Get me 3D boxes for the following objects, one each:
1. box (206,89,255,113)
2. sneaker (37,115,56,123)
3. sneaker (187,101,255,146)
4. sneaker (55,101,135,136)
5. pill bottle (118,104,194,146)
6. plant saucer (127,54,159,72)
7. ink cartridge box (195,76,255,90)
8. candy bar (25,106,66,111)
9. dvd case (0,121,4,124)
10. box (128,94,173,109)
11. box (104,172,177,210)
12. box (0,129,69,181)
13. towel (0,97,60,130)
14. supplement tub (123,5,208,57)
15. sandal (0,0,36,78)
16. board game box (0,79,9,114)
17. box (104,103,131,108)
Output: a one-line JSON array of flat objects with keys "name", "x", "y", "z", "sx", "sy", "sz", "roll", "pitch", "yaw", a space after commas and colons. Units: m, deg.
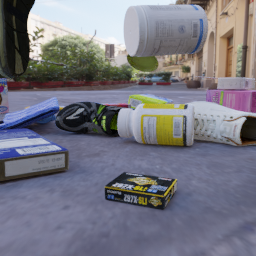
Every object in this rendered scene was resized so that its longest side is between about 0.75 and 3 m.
[{"name": "box", "x": 5.169, "y": -1.248, "z": 13.190, "sx": 1.972, "sy": 1.084, "sz": 2.242, "roll": -8, "pitch": 12, "yaw": -40}, {"name": "sneaker", "x": -3.113, "y": -0.405, "z": 10.141, "sx": 0.634, "sy": 0.533, "sz": 1.617, "roll": 18, "pitch": -6, "yaw": -37}, {"name": "sneaker", "x": 2.158, "y": -0.122, "z": 6.659, "sx": 2.644, "sy": 0.963, "sz": 1.119, "roll": 4, "pitch": 8, "yaw": 16}, {"name": "sneaker", "x": -0.724, "y": -0.265, "z": 7.698, "sx": 2.577, "sy": 0.914, "sz": 1.068, "roll": 3, "pitch": 3, "yaw": 0}, {"name": "pill bottle", "x": 0.665, "y": -0.096, "z": 6.565, "sx": 1.713, "sy": 0.953, "sz": 0.953, "roll": 3, "pitch": 10, "yaw": 15}, {"name": "plant saucer", "x": 0.637, "y": -2.872, "z": 11.785, "sx": 1.385, "sy": 0.215, "sz": 1.385, "roll": 15, "pitch": -23, "yaw": 7}, {"name": "ink cartridge box", "x": 4.872, "y": -2.230, "z": 13.933, "sx": 2.303, "sy": 0.584, "sz": 2.614, "roll": 7, "pitch": 11, "yaw": 33}, {"name": "candy bar", "x": -4.126, "y": -1.014, "z": 14.412, "sx": 2.245, "sy": 0.249, "sz": 0.560, "roll": 0, "pitch": 10, "yaw": 5}, {"name": "dvd case", "x": -3.984, "y": 0.040, "z": 7.381, "sx": 1.134, "sy": 0.099, "sz": 0.809, "roll": -16, "pitch": 6, "yaw": 13}, {"name": "box", "x": 1.138, "y": -1.156, "z": 13.240, "sx": 1.544, "sy": 0.604, "sz": 2.533, "roll": 17, "pitch": 14, "yaw": 18}, {"name": "box", "x": 0.177, "y": 0.780, "z": 3.595, "sx": 0.782, "sy": 0.193, "sz": 0.625, "roll": 4, "pitch": 12, "yaw": 23}, {"name": "box", "x": -2.276, "y": 0.406, "z": 5.140, "sx": 1.538, "sy": 0.411, "sz": 2.539, "roll": -6, "pitch": 12, "yaw": -33}, {"name": "towel", "x": -3.044, "y": -0.476, "z": 8.640, "sx": 1.857, "sy": 0.306, "sz": 2.565, "roll": -23, "pitch": 18, "yaw": -10}, {"name": "supplement tub", "x": 1.308, "y": -3.445, "z": 9.918, "sx": 2.614, "sy": 1.725, "sz": 1.725, "roll": -7, "pitch": 11, "yaw": -17}, {"name": "sandal", "x": -2.503, "y": -2.398, "z": 5.567, "sx": 0.820, "sy": 2.875, "sz": 1.142, "roll": -3, "pitch": -12, "yaw": 14}, {"name": "board game box", "x": -6.195, "y": -1.418, "z": 12.600, "sx": 0.334, "sy": 1.620, "sz": 1.624, "roll": 6, "pitch": 12, "yaw": 31}, {"name": "box", "x": -0.641, "y": -0.538, "z": 10.132, "sx": 1.404, "sy": 0.670, "sz": 0.700, "roll": -3, "pitch": 10, "yaw": -19}]
